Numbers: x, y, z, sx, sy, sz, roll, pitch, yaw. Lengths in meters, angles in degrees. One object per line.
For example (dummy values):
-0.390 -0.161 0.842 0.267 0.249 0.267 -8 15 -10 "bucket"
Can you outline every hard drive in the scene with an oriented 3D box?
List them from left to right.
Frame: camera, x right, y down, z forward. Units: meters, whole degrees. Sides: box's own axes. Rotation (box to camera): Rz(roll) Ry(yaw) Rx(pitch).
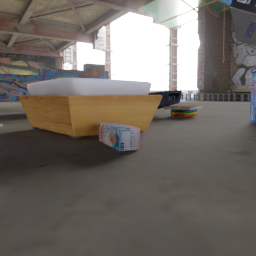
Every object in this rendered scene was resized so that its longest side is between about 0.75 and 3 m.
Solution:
0.559 -1.027 11.519 2.958 0.626 1.995 -9 -1 -27 "hard drive"

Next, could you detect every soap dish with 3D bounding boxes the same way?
-0.970 -0.496 6.418 2.201 1.136 2.797 -5 8 -37 "soap dish"

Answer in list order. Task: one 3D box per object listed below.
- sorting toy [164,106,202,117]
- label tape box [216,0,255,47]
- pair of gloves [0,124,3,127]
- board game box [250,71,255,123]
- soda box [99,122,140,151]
2.211 -0.674 11.259 1.170 0.407 1.163 5 8 35 "sorting toy"
2.779 -2.384 4.974 2.636 1.901 0.834 24 -15 13 "label tape box"
-3.933 -0.051 6.260 1.480 0.305 1.741 -2 4 17 "pair of gloves"
3.807 -0.843 7.657 0.375 1.549 2.048 1 7 7 "board game box"
-0.169 0.114 4.566 0.363 0.337 1.061 -2 6 -22 "soda box"
